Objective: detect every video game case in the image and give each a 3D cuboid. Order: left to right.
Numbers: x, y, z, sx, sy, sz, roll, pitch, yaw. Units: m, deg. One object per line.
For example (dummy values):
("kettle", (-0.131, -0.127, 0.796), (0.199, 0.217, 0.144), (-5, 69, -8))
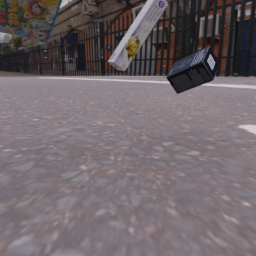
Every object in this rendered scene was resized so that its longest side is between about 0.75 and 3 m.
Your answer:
("video game case", (-2.034, -2.039, 4.364), (1.884, 0.168, 1.348), (2, -29, -30))

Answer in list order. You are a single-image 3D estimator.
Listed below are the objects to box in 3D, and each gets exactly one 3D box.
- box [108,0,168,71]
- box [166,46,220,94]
("box", (0.145, -1.414, 4.186), (0.236, 1.218, 0.252), (34, -2, -31))
("box", (1.311, -1.156, 5.663), (0.857, 0.459, 0.636), (-17, 30, 41))
